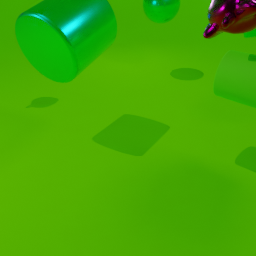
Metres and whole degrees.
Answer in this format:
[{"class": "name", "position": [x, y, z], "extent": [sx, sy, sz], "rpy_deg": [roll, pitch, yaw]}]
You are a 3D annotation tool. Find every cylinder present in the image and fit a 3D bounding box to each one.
[{"class": "cylinder", "position": [1.986, -0.820, 4.707], "extent": [0.814, 0.814, 0.814], "rpy_deg": [25, 41, 31]}, {"class": "cylinder", "position": [-1.124, -1.791, 5.302], "extent": [1.376, 1.376, 1.376], "rpy_deg": [19, 51, 25]}]

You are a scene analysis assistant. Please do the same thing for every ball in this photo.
[{"class": "ball", "position": [1.021, -3.800, 8.552], "extent": [1.144, 1.144, 1.144], "rpy_deg": [0, 34, 0]}]

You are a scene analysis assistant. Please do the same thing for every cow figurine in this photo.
[{"class": "cow figurine", "position": [1.103, -0.803, 2.055], "extent": [1.000, 1.016, 0.558], "rpy_deg": [-46, 11, -12]}]

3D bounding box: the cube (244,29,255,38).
[{"class": "cube", "position": [2.109, -1.862, 3.973], "extent": [0.815, 0.815, 0.815], "rpy_deg": [2, 38, 31]}]
